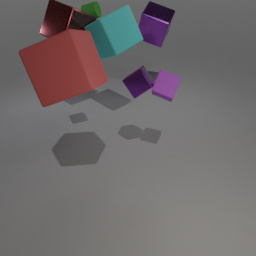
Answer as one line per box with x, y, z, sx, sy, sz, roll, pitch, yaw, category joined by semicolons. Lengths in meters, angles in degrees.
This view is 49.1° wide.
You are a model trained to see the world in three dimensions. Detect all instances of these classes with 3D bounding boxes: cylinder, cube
-1.670;-5.300;12.723;0.700;0.700;0.700;-8;28;21;cylinder
1.365;-5.177;14.010;1.400;1.400;1.400;22;52;3;cube
1.191;-1.305;8.742;0.700;0.700;0.700;23;-1;6;cube
-0.550;-3.632;10.787;1.400;1.400;1.400;-37;22;-24;cube
-1.515;-1.503;6.959;1.400;1.400;1.400;-17;13;15;cube
-2.367;-4.063;11.153;1.400;1.400;1.400;31;19;28;cube
0.351;-1.470;8.937;0.700;0.700;0.700;-31;11;21;cube
